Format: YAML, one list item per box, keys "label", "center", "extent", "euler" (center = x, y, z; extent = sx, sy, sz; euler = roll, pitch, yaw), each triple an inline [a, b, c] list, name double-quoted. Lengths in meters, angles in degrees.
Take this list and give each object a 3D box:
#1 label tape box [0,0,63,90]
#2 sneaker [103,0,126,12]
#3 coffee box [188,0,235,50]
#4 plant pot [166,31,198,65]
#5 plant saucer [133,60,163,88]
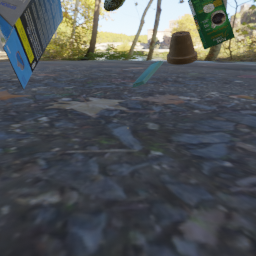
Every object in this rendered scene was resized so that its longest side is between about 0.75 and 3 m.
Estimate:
- label: "label tape box"
  center: [-2.773, -2.761, 7.507]
  extent: [0.885, 2.797, 2.017]
  euler: [20, -22, 1]
- label: "sneaker"
  center: [-0.294, -3.774, 7.303]
  extent: [0.730, 0.633, 1.647]
  euler: [-15, -20, -45]
- label: "coffee box"
  center: [2.073, -2.714, 6.997]
  extent: [0.801, 1.303, 0.286]
  euler: [-24, 10, -3]
- label: "plant pot"
  center: [2.101, -3.170, 10.933]
  extent: [1.229, 1.072, 1.229]
  euler: [-6, 30, 3]
- label: "plant saucer"
  center: [0.592, -1.620, 8.273]
  extent: [0.462, 0.125, 1.323]
  euler: [-12, 31, 43]
